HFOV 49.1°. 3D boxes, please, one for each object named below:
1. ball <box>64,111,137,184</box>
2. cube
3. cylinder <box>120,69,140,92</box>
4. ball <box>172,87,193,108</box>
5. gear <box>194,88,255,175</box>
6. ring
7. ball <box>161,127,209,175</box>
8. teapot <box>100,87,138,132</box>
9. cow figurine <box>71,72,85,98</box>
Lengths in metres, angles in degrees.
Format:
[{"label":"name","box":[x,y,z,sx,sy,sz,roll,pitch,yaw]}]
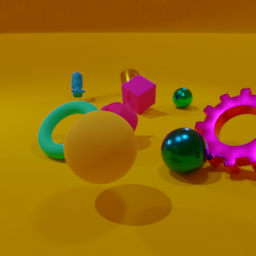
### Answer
[{"label":"ball","box":[-0.470,0.335,4.884,1.271,1.271,1.271,0,21,0]},{"label":"cube","box":[0.396,-1.224,10.183,0.896,0.896,0.896,-36,54,-27]},{"label":"cylinder","box":[0.119,-1.961,12.269,0.902,0.902,0.902,-3,54,-7]},{"label":"ball","box":[2.099,-1.158,10.765,0.795,0.795,0.795,0,21,0]},{"label":"gear","box":[2.558,0.025,6.382,2.063,0.382,2.063,-23,45,25]},{"label":"ring","box":[-1.490,0.006,7.163,1.748,0.350,1.748,-10,51,13]},{"label":"ball","box":[1.220,0.496,6.084,1.019,1.019,1.019,0,21,0]},{"label":"teapot","box":[-0.354,-0.244,7.581,1.234,0.972,1.985,6,50,47]},{"label":"cow figurine","box":[-2.078,-1.785,11.524,0.585,1.066,1.049,0,9,-15]}]
